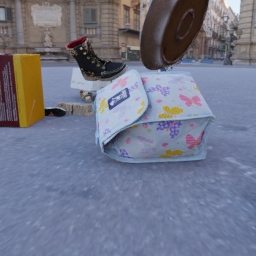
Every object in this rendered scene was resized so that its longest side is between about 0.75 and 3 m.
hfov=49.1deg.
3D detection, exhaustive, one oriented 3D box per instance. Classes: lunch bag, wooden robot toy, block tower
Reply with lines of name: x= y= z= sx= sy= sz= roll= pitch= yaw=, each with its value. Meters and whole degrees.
lunch bag: x=0.540 y=-0.386 z=7.430 sx=2.783 sy=1.769 sz=2.360 roll=-3 pitch=38 yaw=-3
wooden robot toy: x=-2.246 y=-1.849 z=15.475 sx=0.642 sy=0.623 sz=1.414 roll=-26 pitch=24 yaw=-18
block tower: x=-2.359 y=-0.857 z=12.447 sx=1.743 sy=0.504 sz=0.471 roll=10 pitch=18 yaw=27

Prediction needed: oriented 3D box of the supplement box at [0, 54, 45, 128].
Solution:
supplement box: x=-4.922 y=-1.530 z=10.850 sx=2.669 sy=2.633 sz=1.772 roll=1 pitch=16 yaw=5

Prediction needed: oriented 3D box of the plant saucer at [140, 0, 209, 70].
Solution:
plant saucer: x=1.022 y=-2.084 z=5.543 sx=0.347 sy=2.161 sz=2.161 roll=32 pitch=29 yaw=23

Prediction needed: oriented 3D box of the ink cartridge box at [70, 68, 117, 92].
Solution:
ink cartridge box: x=-1.601 y=-2.666 z=16.517 sx=2.071 sy=1.195 sz=2.855 roll=15 pitch=8 yaw=41

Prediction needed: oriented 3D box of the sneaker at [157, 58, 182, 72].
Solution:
sneaker: x=1.709 y=-2.487 z=11.388 sx=0.894 sy=1.647 sz=0.577 roll=0 pitch=-26 yaw=19

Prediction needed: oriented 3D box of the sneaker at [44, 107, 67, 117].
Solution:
sneaker: x=-3.162 y=-0.751 z=12.187 sx=1.159 sy=0.408 sz=0.542 roll=1 pitch=21 yaw=14

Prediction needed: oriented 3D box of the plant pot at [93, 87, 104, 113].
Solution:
plant pot: x=-0.781 y=-1.345 z=13.015 sx=1.676 sy=1.123 sz=1.676 roll=0 pitch=15 yaw=0

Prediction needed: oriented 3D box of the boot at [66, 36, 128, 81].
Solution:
boot: x=-1.290 y=-2.759 z=11.184 sx=2.304 sy=1.735 sz=0.843 roll=5 pitch=53 yaw=38
